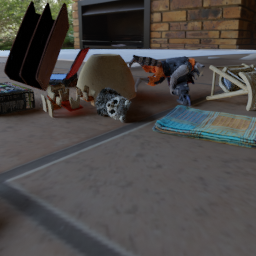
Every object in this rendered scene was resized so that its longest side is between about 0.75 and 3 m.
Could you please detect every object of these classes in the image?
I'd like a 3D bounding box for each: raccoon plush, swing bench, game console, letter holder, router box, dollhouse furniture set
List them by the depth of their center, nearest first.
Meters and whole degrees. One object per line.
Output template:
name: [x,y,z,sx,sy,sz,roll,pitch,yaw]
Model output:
raccoon plush: [-0.129,-0.760,8.757,1.217,0.879,1.816,23,28,33]
dollhouse furniture set: [-2.097,-0.904,9.400,1.600,0.824,1.583,-19,36,-33]
router box: [-4.496,-1.066,9.744,1.639,0.679,2.187,-17,26,-40]
letter holder: [-3.182,-2.978,9.759,1.396,2.776,1.973,19,-8,-8]
swing bench: [4.403,-1.599,10.352,2.035,1.328,2.046,-11,22,-30]
game console: [-3.394,-3.236,14.452,2.572,1.771,2.985,1,18,1]

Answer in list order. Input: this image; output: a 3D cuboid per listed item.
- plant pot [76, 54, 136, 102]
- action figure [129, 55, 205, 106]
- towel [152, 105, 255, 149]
plant pot: [-0.905,-2.156,11.456,2.482,1.666,2.482,-1,18,0]
action figure: [1.610,-2.065,10.722,2.826,1.528,2.922,-6,34,-6]
towel: [2.395,-0.107,7.526,2.907,0.315,2.132,10,22,27]
